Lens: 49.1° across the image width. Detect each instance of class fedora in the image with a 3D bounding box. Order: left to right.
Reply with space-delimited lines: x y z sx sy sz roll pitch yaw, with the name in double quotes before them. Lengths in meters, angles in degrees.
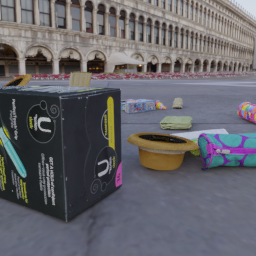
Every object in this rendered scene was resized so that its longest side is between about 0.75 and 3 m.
"fedora" -6.125 -1.778 15.227 2.847 1.161 2.847 -22 31 15
"fedora" 0.801 0.570 6.701 1.763 0.719 1.763 6 8 -1

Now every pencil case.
"pencil case" 2.702 0.527 6.566 2.019 0.859 0.933 -1 2 -4
"pencil case" 5.452 -0.666 12.163 0.847 0.847 1.916 1 14 3

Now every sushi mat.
"sushi mat" -2.221 -1.471 12.584 1.051 2.198 0.133 -8 34 -36

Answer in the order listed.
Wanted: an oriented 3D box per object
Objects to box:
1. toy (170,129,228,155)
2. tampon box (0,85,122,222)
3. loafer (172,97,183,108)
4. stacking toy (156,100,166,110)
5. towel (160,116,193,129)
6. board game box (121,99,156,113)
"toy" 1.763 0.457 7.755 2.050 0.484 1.180 -3 17 5
"tampon box" -1.618 0.219 5.331 2.633 1.973 1.662 7 14 30
"loafer" 2.904 -1.475 16.343 0.602 0.543 1.590 2 13 9
"stacking toy" 1.829 -1.200 15.587 0.475 0.449 0.819 -21 33 -35
"towel" 1.952 -0.209 11.200 1.229 0.302 1.657 2 14 14
"board game box" 0.242 -1.210 15.087 1.846 0.569 1.845 10 15 37
